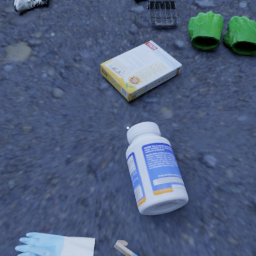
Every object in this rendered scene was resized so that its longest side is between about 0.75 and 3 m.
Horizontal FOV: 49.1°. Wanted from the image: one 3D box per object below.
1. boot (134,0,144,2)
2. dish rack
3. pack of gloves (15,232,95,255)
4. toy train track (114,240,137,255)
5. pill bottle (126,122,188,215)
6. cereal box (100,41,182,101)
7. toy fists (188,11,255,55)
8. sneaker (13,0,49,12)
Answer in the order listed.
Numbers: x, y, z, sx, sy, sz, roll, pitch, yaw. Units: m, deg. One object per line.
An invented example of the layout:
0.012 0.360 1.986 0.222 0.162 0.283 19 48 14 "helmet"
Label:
0.734 -5.553 10.790 1.625 0.595 1.223 -24 62 -7 "boot"
1.240 -4.081 10.000 1.077 0.383 1.404 -1 60 1 "dish rack"
-1.619 2.882 5.680 1.699 0.335 1.428 4 57 3 "pack of gloves"
0.566 2.666 5.352 1.815 1.041 0.295 32 52 10 "toy train track"
0.573 0.884 6.461 1.103 1.103 1.969 -10 59 -6 "pill bottle"
0.392 -1.781 8.443 2.024 0.400 1.456 -30 61 -23 "cereal box"
3.148 -3.095 9.134 2.395 0.824 1.221 8 66 3 "toy fists"
-3.442 -4.654 10.231 0.835 0.548 1.452 23 59 16 "sneaker"
